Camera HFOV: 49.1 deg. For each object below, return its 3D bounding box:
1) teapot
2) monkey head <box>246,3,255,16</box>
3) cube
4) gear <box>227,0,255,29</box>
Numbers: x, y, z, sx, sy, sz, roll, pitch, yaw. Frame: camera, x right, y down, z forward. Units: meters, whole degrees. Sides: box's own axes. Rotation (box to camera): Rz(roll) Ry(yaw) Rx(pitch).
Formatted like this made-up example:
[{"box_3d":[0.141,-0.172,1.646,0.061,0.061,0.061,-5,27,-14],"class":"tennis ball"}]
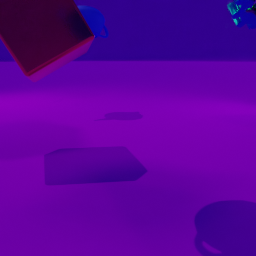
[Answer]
[{"box_3d":[-1.427,-3.329,9.049,1.969,0.964,1.224,4,0,-41],"class":"teapot"},{"box_3d":[3.380,-2.873,6.900,1.187,0.715,0.854,15,-1,-16],"class":"monkey head"},{"box_3d":[-1.604,-1.807,5.192,1.356,1.356,1.356,-33,11,-9],"class":"cube"},{"box_3d":[3.630,-3.408,7.121,2.059,0.381,2.059,-12,-22,-5],"class":"gear"}]
